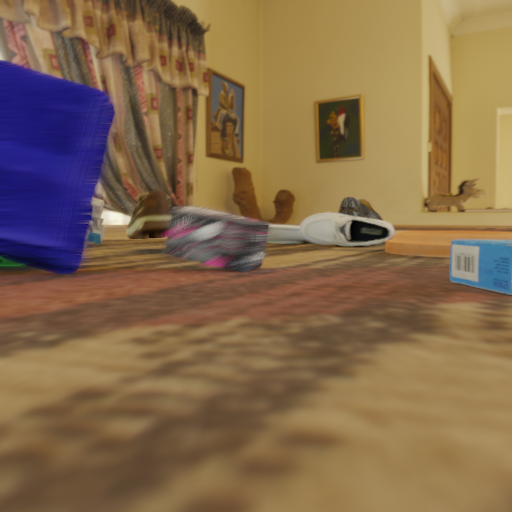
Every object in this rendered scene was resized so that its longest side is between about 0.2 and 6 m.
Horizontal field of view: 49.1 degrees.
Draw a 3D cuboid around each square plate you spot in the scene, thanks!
[{"bbox_3d":[0.058,-0.592,14.629,3.158,0.449,3.128,0,4,6],"label":"square plate"}]

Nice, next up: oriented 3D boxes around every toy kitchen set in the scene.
[{"bbox_3d":[-3.962,-0.515,12.225,0.923,1.255,1.566,16,-33,-5],"label":"toy kitchen set"}]

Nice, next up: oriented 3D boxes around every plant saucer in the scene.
[{"bbox_3d":[3.539,-0.228,9.805,2.498,0.403,2.498,-1,4,0],"label":"plant saucer"}]

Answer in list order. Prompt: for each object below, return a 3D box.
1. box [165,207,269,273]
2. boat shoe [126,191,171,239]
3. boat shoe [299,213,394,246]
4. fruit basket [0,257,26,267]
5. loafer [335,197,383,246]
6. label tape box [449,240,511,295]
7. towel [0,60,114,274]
[{"bbox_3d":[-0.460,-0.227,6.829,1.044,0.599,0.690,14,9,16],"label":"box"},{"bbox_3d":[-1.943,-0.771,10.414,0.799,0.800,2.163,-3,-2,-23],"label":"boat shoe"},{"bbox_3d":[1.728,-0.477,10.827,1.839,0.662,0.604,9,3,12],"label":"boat shoe"},{"bbox_3d":[-3.400,-0.171,7.392,1.250,0.633,1.350,0,1,-5],"label":"fruit basket"},{"bbox_3d":[2.527,-0.789,12.998,1.064,1.057,2.923,0,3,19],"label":"loafer"},{"bbox_3d":[2.643,0.072,5.040,1.403,0.444,1.012,-1,4,-10],"label":"label tape box"},{"bbox_3d":[-2.778,-1.193,6.554,1.946,2.636,0.653,16,-36,-20],"label":"towel"}]
